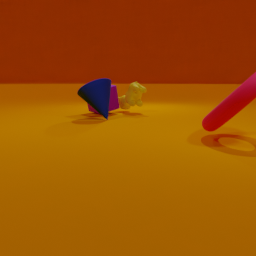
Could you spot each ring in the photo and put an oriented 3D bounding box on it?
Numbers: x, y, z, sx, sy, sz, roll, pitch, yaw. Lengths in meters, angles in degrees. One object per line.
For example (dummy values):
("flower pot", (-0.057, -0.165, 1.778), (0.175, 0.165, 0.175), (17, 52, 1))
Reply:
("ring", (2.669, -0.674, 6.869), (2.090, 0.418, 2.090), (-40, -9, -8))

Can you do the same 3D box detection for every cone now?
("cone", (-0.997, -0.900, 10.288), (1.344, 1.349, 1.344), (-22, -10, -4))

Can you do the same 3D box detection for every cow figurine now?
("cow figurine", (0.107, -1.459, 12.670), (0.809, 1.474, 1.451), (1, 27, -35))

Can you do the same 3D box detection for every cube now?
("cube", (-1.122, -1.274, 12.169), (1.025, 1.025, 1.025), (-21, 22, -32))
